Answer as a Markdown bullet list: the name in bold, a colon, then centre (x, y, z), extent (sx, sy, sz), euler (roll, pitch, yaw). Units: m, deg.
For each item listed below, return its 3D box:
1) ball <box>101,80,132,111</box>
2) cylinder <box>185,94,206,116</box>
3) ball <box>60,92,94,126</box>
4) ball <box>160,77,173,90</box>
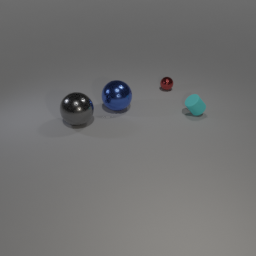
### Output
- **ball**: centre (-0.508, -1.477, 12.777), extent (1.400, 1.400, 1.400), euler (0, 32, 0)
- **cylinder**: centre (2.991, -1.026, 12.428), extent (0.700, 0.700, 0.700), euler (-30, 37, 26)
- **ball**: centre (-2.129, -0.794, 11.678), extent (1.400, 1.400, 1.400), euler (0, 32, 0)
- **ball**: centre (2.059, -2.365, 14.853), extent (0.700, 0.700, 0.700), euler (0, 32, 0)
